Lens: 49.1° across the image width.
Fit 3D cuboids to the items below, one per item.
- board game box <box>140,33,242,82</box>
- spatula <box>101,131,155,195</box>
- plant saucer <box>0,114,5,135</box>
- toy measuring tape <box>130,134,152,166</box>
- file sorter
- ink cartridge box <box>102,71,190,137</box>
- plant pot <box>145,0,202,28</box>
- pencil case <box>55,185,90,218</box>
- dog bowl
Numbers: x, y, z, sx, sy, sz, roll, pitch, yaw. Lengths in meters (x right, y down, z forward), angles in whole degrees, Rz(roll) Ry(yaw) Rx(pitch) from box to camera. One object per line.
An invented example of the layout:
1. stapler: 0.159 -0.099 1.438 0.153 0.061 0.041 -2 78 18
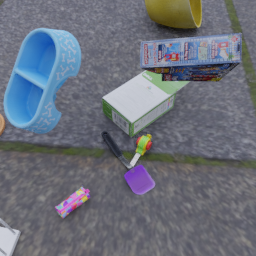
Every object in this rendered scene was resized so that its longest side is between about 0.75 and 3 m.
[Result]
1. board game box: 1.421 -1.688 7.064 2.180 2.181 0.673 2 88 5
2. spatula: -0.142 0.960 8.586 0.697 0.253 2.465 -30 58 -18
3. plant saucer: -4.898 -0.045 9.379 1.463 0.236 1.463 0 52 1
4. toy measuring tape: 0.376 0.655 8.694 0.492 0.492 1.338 25 56 18
5. file sorter: -3.769 3.091 6.217 1.578 1.416 2.274 8 52 6
6. ink cartridge box: 0.658 -1.074 9.776 2.846 0.844 1.478 -36 60 -24
7. plant pot: 1.946 -5.743 12.461 2.057 2.898 2.898 -5 49 26
8. pencil case: -1.496 2.014 7.656 0.981 0.434 0.434 -37 61 -22
9. dog bowl: -2.364 -1.251 7.448 1.641 0.730 2.945 30 103 24
